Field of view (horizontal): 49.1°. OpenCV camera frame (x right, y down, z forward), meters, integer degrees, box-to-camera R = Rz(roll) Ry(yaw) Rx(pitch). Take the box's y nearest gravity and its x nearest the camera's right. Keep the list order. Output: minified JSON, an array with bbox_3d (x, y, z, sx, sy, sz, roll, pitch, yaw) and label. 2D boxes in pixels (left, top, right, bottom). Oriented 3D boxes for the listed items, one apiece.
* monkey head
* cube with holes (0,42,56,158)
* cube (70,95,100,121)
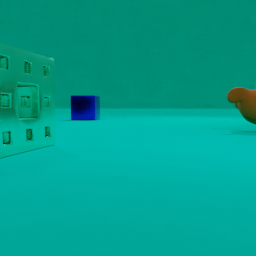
[{"bbox_3d":[2.821,-0.617,5.713,1.632,1.174,0.984,15,3,7],"label":"monkey head"},{"bbox_3d":[-1.709,-0.322,3.416,1.163,1.163,1.163,1,4,16],"label":"cube with holes"},{"bbox_3d":[-1.715,-0.818,11.378,0.981,0.981,0.981,0,4,6],"label":"cube"}]
